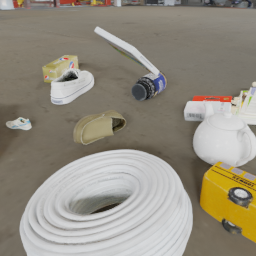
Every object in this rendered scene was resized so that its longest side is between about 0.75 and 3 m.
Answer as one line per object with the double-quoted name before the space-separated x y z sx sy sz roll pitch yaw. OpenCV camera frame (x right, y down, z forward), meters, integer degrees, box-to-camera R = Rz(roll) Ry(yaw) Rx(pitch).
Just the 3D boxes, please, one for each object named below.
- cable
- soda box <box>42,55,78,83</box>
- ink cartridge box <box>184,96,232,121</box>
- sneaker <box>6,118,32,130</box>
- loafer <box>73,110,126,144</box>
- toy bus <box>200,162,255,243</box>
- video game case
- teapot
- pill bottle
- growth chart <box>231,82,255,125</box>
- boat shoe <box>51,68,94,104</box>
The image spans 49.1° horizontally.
"cable" -0.332 1.323 4.580 2.699 0.934 2.698 0 25 34
"soda box" -3.041 -2.726 12.825 0.682 0.721 2.130 7 29 13
"ink cartridge box" 2.691 -0.798 9.269 1.363 0.479 1.677 4 40 23
"sneaker" -3.340 -0.157 8.539 0.795 0.321 0.304 4 30 8
"loafer" -0.752 -0.058 7.954 0.634 0.715 1.880 15 32 35
"toy bus" 2.505 1.540 4.923 2.507 0.816 0.981 24 36 37
"video game case" -0.017 -2.492 9.130 1.874 0.214 1.705 39 8 34
"teapot" 2.449 0.156 7.058 1.623 1.186 1.602 16 33 25
"pill bottle" 0.794 -1.578 10.588 0.856 0.856 1.530 17 33 29
"growth chart" 4.493 -0.860 9.203 2.079 0.255 2.873 14 42 36
"boat shoe" -2.104 -1.871 11.024 1.059 0.941 2.878 6 29 10
